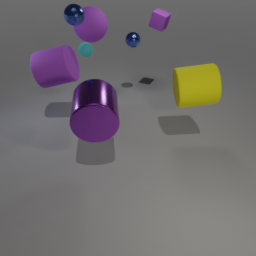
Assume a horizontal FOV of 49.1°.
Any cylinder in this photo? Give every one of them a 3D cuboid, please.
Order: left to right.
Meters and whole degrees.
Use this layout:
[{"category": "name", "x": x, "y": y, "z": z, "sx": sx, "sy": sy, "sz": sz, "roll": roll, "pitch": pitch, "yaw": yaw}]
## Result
[{"category": "cylinder", "x": -2.781, "y": -2.364, "z": 10.805, "sx": 1.400, "sy": 1.400, "sz": 1.400, "roll": -11, "pitch": 29, "yaw": 11}, {"category": "cylinder", "x": -0.984, "y": -0.524, "z": 8.356, "sx": 1.400, "sy": 1.400, "sz": 1.400, "roll": -2, "pitch": 40, "yaw": -4}, {"category": "cylinder", "x": 2.373, "y": -1.473, "z": 9.825, "sx": 1.400, "sy": 1.400, "sz": 1.400, "roll": -7, "pitch": 31, "yaw": 2}]

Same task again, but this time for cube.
[{"category": "cube", "x": 1.454, "y": -4.931, "z": 12.775, "sx": 0.700, "sy": 0.700, "sz": 0.700, "roll": 28, "pitch": 41, "yaw": 10}]

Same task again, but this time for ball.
[{"category": "ball", "x": -1.820, "y": -3.835, "z": 9.494, "sx": 0.700, "sy": 0.700, "sz": 0.700, "roll": 0, "pitch": 31, "yaw": 0}, {"category": "ball", "x": -2.030, "y": -3.740, "z": 13.364, "sx": 0.700, "sy": 0.700, "sz": 0.700, "roll": 0, "pitch": 31, "yaw": 0}, {"category": "ball", "x": -1.526, "y": -4.213, "z": 11.432, "sx": 1.400, "sy": 1.400, "sz": 1.400, "roll": 0, "pitch": 31, "yaw": 0}, {"category": "ball", "x": 0.230, "y": -4.106, "z": 13.034, "sx": 0.700, "sy": 0.700, "sz": 0.700, "roll": 0, "pitch": 31, "yaw": 0}]
